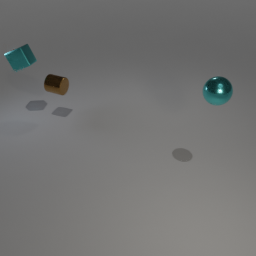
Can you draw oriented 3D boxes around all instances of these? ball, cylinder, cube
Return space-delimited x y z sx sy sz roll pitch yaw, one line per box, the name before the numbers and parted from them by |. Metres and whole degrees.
ball | 2.151 -0.887 6.728 0.700 0.700 0.700 0 32 0
cylinder | -2.736 -1.662 10.746 0.700 0.700 0.700 15 34 14
cube | -3.933 -2.583 10.314 0.700 0.700 0.700 -18 25 14
